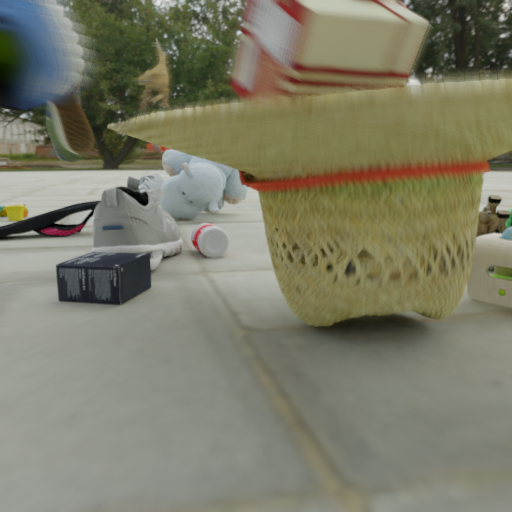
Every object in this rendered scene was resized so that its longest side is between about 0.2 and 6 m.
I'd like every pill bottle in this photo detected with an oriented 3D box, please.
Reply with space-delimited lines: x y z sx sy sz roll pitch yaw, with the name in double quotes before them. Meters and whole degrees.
"pill bottle" -0.725 -0.252 8.489 0.463 0.463 0.824 -3 11 -18

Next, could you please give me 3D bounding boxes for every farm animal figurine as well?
"farm animal figurine" 2.727 -0.440 7.953 1.758 0.927 1.778 11 41 11

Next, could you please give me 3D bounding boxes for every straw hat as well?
"straw hat" 0.945 -0.356 4.900 4.553 1.927 4.553 -5 12 1

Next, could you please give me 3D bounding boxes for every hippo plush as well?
"hippo plush" -1.074 -1.602 12.933 2.615 2.083 2.103 -26 31 25

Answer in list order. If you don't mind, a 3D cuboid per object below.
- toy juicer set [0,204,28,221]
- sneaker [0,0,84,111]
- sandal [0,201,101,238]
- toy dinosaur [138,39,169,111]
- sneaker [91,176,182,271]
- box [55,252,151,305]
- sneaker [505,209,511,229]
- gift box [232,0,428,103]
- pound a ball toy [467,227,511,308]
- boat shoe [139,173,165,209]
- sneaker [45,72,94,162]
"toy juicer set" -6.180 -1.089 12.860 1.857 0.505 1.182 -2 11 -6
"sneaker" -2.643 -2.753 5.442 1.114 2.835 1.264 -4 37 17
"sandal" -3.749 -0.559 10.356 2.374 0.535 0.892 -20 12 -20
"toy dinosaur" -1.898 -3.473 10.953 0.613 1.065 2.107 13 34 -10
"sneaker" -1.638 -0.554 8.068 1.090 1.196 2.917 -1 11 -5
"box" -1.620 0.224 6.048 0.719 0.411 0.790 1 11 14
"sneaker" 3.981 -0.363 7.929 1.395 1.211 3.149 -6 0 29
"gift box" 0.672 -2.008 5.423 1.403 1.386 1.502 -4 47 -24
"pound a ball toy" 2.938 0.184 5.239 1.221 0.796 1.873 -10 14 -43
"boat shoe" -2.660 -1.672 14.645 1.036 0.986 2.877 8 13 37
"sneaker" -3.281 -2.521 9.365 0.675 2.012 0.903 -11 -5 -35
